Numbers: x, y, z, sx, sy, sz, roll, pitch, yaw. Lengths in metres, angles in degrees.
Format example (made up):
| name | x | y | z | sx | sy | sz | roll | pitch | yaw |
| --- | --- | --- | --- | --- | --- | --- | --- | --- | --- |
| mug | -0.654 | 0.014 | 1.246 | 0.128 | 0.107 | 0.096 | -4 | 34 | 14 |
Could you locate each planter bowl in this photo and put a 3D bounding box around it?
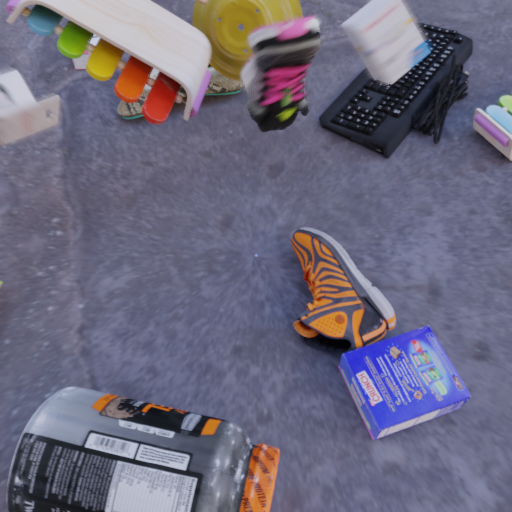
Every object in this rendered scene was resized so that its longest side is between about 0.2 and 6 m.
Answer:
| name | x | y | z | sx | sy | sz | roll | pitch | yaw |
| --- | --- | --- | --- | --- | --- | --- | --- | --- | --- |
| planter bowl | -0.212 | -3.944 | 9.614 | 1.977 | 1.977 | 0.824 | 7 | 27 | 5 |

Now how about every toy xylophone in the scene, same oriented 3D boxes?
| name | x | y | z | sx | sy | sz | roll | pitch | yaw |
| --- | --- | --- | --- | --- | --- | --- | --- | --- | --- |
| toy xylophone | 6.020 | -2.723 | 11.446 | 3.050 | 0.766 | 2.233 | -32 | 60 | -21 |
| toy xylophone | -1.949 | -3.549 | 8.594 | 3.152 | 0.792 | 2.307 | 33 | 57 | -15 |

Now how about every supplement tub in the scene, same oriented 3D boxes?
| name | x | y | z | sx | sy | sz | roll | pitch | yaw |
| --- | --- | --- | --- | --- | --- | --- | --- | --- | --- |
| supplement tub | -1.271 | 2.742 | 6.826 | 2.917 | 1.787 | 1.787 | 11 | 55 | 8 |

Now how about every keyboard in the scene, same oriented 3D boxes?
| name | x | y | z | sx | sy | sz | roll | pitch | yaw |
| --- | --- | --- | --- | --- | --- | --- | --- | --- | --- |
| keyboard | 3.517 | -3.988 | 12.310 | 2.422 | 0.922 | 4.654 | 29 | 60 | 20 |

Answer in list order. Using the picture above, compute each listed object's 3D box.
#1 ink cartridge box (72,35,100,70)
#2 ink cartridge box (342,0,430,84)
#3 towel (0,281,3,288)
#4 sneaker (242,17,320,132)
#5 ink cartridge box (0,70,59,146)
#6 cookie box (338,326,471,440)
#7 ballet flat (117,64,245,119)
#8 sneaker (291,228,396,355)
| name | x | y | z | sx | sy | sz | roll | pitch | yaw |
| --- | --- | --- | --- | --- | --- | --- | --- | --- | --- |
| ink cartridge box | -3.836 | -4.937 | 13.248 | 0.812 | 0.473 | 1.121 | -1 | 54 | -1 |
| ink cartridge box | 2.270 | -3.833 | 9.891 | 0.875 | 1.188 | 0.859 | -38 | 28 | 7 |
| towel | -5.140 | 0.787 | 8.626 | 2.006 | 0.228 | 1.441 | 7 | 53 | 6 |
| sneaker | 0.350 | -2.269 | 7.388 | 0.891 | 2.415 | 1.056 | -11 | 90 | -10 |
| ink cartridge box | -2.851 | -1.540 | 6.084 | 1.293 | 0.750 | 0.438 | -29 | 89 | -25 |
| cookie box | 2.133 | 1.842 | 8.240 | 1.456 | 0.547 | 1.245 | -15 | 55 | -11 |
| ballet flat | -1.651 | -3.839 | 12.041 | 2.940 | 1.107 | 0.997 | -17 | 45 | -11 |
| sneaker | 0.995 | 0.565 | 8.958 | 1.323 | 0.916 | 2.361 | -31 | 55 | -15 |
